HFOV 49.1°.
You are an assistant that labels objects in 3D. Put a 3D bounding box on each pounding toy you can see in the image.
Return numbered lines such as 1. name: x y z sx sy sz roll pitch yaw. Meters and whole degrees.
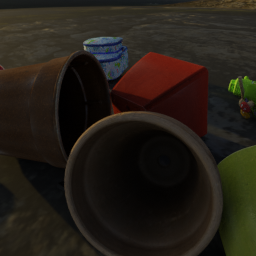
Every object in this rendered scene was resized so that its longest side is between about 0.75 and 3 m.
1. pounding toy: 4.171 -0.826 9.722 0.837 1.392 1.803 -29 31 2

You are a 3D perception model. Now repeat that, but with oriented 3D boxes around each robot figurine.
1. robot figurine: 4.799 -1.645 11.516 1.188 0.687 1.042 16 44 22

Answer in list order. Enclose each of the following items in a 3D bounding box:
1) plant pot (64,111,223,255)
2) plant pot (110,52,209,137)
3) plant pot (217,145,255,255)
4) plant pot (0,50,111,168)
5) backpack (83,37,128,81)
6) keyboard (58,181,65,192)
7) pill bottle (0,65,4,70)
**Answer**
1. plant pot: 0.498 0.873 5.425 2.628 2.628 2.292 11 13 19
2. plant pot: 0.809 -0.633 8.311 2.022 2.295 2.293 -32 41 -27
3. plant pot: 2.344 1.798 4.164 2.187 2.187 2.337 6 42 11
4. plant pot: -2.323 -0.386 7.241 2.951 2.980 2.980 1 28 17
5. backpack: -1.261 -3.363 13.497 2.265 1.819 2.475 3 33 13
6. keyboard: -0.915 1.631 6.140 1.705 0.338 0.888 20 12 34
7. pill bottle: -5.717 -1.929 11.605 1.127 1.127 1.995 -7 31 -13
